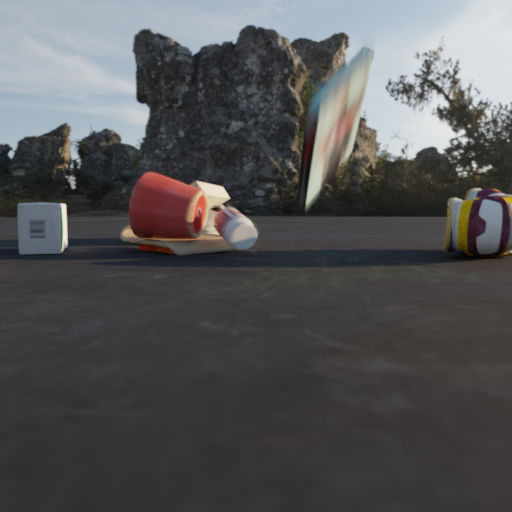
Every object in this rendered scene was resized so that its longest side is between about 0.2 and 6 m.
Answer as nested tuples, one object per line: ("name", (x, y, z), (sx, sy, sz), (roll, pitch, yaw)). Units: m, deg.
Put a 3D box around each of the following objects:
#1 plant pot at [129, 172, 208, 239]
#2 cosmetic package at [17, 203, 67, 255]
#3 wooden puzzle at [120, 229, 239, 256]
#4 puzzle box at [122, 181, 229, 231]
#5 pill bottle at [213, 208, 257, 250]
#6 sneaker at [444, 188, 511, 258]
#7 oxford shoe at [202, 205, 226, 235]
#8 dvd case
("plant pot", (-1.395, -0.767, 9.281), (1.011, 1.143, 1.143), (11, 7, 14))
("cosmetic package", (-3.732, -0.503, 9.844), (0.688, 0.873, 1.622), (-2, 6, -14))
("wooden puzzle", (-1.301, -0.239, 9.963), (1.609, 0.324, 1.739), (-7, 15, -43))
("puzzle box", (-1.690, -0.984, 12.657), (1.898, 0.363, 2.852), (-31, 0, 8))
("pill bottle", (-0.334, -0.434, 9.066), (0.508, 0.508, 0.889), (-2, 20, -21))
("sneaker", (4.029, -0.493, 9.153), (1.376, 1.145, 3.055), (9, 16, 29))
("oxford shoe", (-0.758, -0.824, 12.592), (0.855, 0.657, 2.274), (-2, 4, 24))
("dvd case", (1.123, -1.836, 8.233), (0.220, 2.003, 1.462), (31, 61, 19))
